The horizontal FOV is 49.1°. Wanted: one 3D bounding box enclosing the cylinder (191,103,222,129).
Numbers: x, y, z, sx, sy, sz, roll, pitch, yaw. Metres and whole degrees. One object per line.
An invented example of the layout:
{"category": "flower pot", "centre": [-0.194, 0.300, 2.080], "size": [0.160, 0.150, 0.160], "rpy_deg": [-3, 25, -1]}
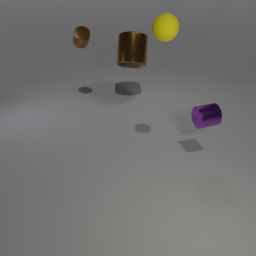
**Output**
{"category": "cylinder", "centre": [2.443, -0.376, 8.732], "size": [0.700, 0.700, 0.700], "rpy_deg": [-11, 31, -11]}

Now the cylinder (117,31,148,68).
{"category": "cylinder", "centre": [0.204, -3.632, 13.167], "size": [1.400, 1.400, 1.400], "rpy_deg": [3, 1, 0]}

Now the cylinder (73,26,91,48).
{"category": "cylinder", "centre": [-2.021, -3.942, 12.192], "size": [0.700, 0.700, 0.700], "rpy_deg": [-12, -9, -20]}

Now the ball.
{"category": "ball", "centre": [0.986, -2.648, 7.380], "size": [0.700, 0.700, 0.700], "rpy_deg": [0, 29, 0]}
